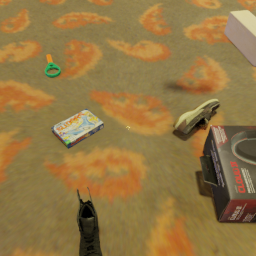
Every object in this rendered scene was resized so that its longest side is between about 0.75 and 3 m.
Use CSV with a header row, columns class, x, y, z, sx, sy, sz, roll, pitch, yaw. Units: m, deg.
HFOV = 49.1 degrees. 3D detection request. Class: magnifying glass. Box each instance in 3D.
class,x,y,z,sx,sy,sz,roll,pitch,yaw
magnifying glass,-2.516,-2.043,9.180,0.492,0.138,1.235,-14,50,-13

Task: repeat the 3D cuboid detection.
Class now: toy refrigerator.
class,x,y,z,sx,sy,sz,roll,pitch,yaw
toy refrigerator,4.302,-3.159,9.716,0.810,0.879,2.315,-9,46,-8

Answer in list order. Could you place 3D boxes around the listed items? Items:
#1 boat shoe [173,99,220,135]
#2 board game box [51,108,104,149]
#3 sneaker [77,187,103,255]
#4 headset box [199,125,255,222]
class,x,y,z,sx,sy,sz,roll,pitch,yaw
boat shoe,1.856,-0.256,7.213,1.576,0.577,0.511,-28,67,-25
board game box,-1.282,-0.012,7.167,1.110,0.191,0.751,-33,55,-28
sneaker,-0.724,1.825,5.036,0.416,0.723,1.386,-7,46,-6
headset box,2.751,0.895,5.774,2.495,0.936,1.854,1,46,1
